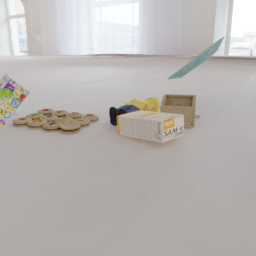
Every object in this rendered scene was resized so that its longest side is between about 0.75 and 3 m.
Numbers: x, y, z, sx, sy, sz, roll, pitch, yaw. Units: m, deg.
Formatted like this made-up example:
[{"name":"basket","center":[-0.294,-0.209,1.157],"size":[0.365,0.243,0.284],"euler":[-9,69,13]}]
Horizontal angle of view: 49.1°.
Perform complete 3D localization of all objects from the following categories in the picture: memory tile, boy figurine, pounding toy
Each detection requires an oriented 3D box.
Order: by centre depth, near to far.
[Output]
[{"name":"pounding toy","center":[1.823,-0.536,9.527],"size":[1.297,1.002,1.409],"euler":[3,29,13]},{"name":"memory tile","center":[-2.452,-0.291,9.635],"size":[2.551,0.214,1.955],"euler":[8,20,21]},{"name":"boy figurine","center":[0.326,-0.646,9.918],"size":[1.403,0.727,2.256],"euler":[12,21,38]}]

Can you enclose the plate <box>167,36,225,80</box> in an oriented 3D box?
[{"name":"plate","center":[2.727,-2.651,11.115],"size":[2.679,0.342,2.679],"euler":[-38,4,3]}]

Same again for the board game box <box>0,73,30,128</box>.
[{"name":"board game box","center":[-3.132,-0.688,7.056],"size":[0.597,1.158,0.608],"euler":[40,-3,-40]}]

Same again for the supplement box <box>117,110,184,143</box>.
[{"name":"supplement box","center":[0.632,-0.081,8.108],"size":[1.681,0.618,1.059],"euler":[9,18,43]}]
